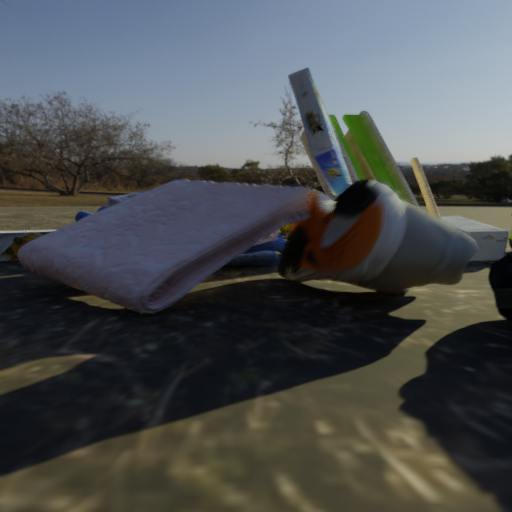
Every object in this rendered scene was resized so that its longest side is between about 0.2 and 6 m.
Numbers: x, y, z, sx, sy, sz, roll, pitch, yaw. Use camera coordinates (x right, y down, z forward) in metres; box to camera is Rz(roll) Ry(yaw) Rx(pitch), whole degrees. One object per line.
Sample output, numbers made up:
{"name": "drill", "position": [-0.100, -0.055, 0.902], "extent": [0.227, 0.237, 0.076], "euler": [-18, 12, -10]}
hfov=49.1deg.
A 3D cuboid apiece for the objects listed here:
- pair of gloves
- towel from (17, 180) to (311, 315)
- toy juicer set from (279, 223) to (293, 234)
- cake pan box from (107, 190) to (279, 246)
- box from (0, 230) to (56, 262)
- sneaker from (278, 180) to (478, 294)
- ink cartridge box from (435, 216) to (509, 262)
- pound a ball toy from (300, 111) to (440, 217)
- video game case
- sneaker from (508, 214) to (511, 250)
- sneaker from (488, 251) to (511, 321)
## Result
{"name": "pair of gloves", "position": [-1.109, -0.375, 8.662], "extent": [2.588, 0.367, 3.219], "euler": [-10, 23, -40]}
{"name": "towel", "position": [-1.016, -0.243, 6.136], "extent": [2.514, 0.405, 2.401], "euler": [10, 32, 45]}
{"name": "toy juicer set", "position": [0.906, -0.882, 14.921], "extent": [2.646, 0.720, 1.683], "euler": [7, 27, 29]}
{"name": "cake pan box", "position": [-0.925, -0.537, 8.046], "extent": [1.934, 0.506, 1.781], "euler": [-16, 28, -41]}
{"name": "box", "position": [-3.166, -0.184, 8.919], "extent": [2.350, 0.455, 0.487], "euler": [-3, 7, -26]}
{"name": "sneaker", "position": [1.169, -0.037, 6.084], "extent": [1.358, 1.118, 2.953], "euler": [19, 0, -12]}
{"name": "ink cartridge box", "position": [3.277, -0.290, 8.980], "extent": [0.845, 0.509, 1.162], "euler": [-2, 14, -22]}
{"name": "pound a ball toy", "position": [2.365, -1.391, 11.352], "extent": [2.061, 3.161, 1.343], "euler": [-6, -29, -28]}
{"name": "video game case", "position": [0.749, -1.374, 6.365], "extent": [0.262, 1.044, 1.152], "euler": [-20, -20, 13]}
{"name": "sneaker", "position": [5.002, -0.478, 9.128], "extent": [0.858, 0.991, 2.393], "euler": [-2, 7, -20]}
{"name": "sneaker", "position": [2.284, 0.274, 3.926], "extent": [1.100, 0.769, 2.211], "euler": [-5, 2, 4]}
